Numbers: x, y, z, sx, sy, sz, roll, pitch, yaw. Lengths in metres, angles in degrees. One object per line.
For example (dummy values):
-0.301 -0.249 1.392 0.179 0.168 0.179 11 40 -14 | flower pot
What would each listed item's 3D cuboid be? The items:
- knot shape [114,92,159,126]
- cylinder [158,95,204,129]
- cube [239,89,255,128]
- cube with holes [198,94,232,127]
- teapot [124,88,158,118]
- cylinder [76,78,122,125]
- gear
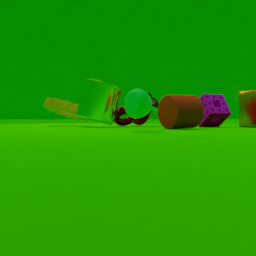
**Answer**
0.245 -0.650 10.622 1.803 0.890 1.927 -29 13 13 | knot shape
1.487 -0.460 7.969 0.949 0.949 0.949 -2 3 -29 | cylinder
4.643 -0.650 9.390 1.250 1.250 1.250 -1 2 -20 | cube
2.788 -0.575 9.405 0.794 0.794 0.794 -1 -33 -19 | cube with holes
0.243 -0.553 6.400 0.533 0.677 1.088 7 12 -45 | teapot
-1.007 -0.889 9.667 1.309 1.309 1.309 15 0 0 | cylinder
-2.512 -0.765 11.758 1.972 0.365 1.972 15 -8 2 | gear
